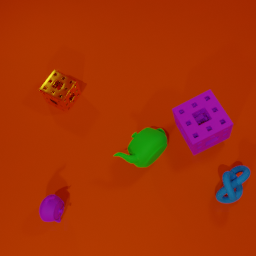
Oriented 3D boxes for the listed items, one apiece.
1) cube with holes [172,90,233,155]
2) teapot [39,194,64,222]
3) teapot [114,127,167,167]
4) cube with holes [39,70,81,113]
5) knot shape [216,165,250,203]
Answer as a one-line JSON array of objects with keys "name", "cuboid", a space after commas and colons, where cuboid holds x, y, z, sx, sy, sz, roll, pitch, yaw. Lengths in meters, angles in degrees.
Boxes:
[{"name": "cube with holes", "cuboid": [2.094, -0.118, 7.956, 1.163, 1.163, 1.163, -27, 66, 4]}, {"name": "teapot", "cuboid": [-1.957, 2.096, 7.343, 0.554, 1.131, 0.703, 9, 37, 17]}, {"name": "teapot", "cuboid": [0.427, 0.498, 7.633, 0.910, 1.156, 1.859, 44, 50, 18]}, {"name": "cube with holes", "cuboid": [-2.086, -1.126, 8.740, 0.819, 0.819, 0.819, 27, 70, 11]}, {"name": "knot shape", "cuboid": [2.778, 1.601, 7.505, 0.552, 1.117, 1.194, 26, 38, 30]}]
